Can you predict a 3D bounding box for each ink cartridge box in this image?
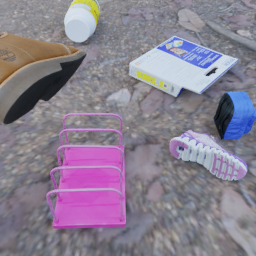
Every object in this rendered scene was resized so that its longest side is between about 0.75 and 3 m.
[{"bbox_3d":[1.763,-1.912,8.826,2.499,0.587,2.469,33,52,27],"label":"ink cartridge box"}]

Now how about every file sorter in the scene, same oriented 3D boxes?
[{"bbox_3d":[-0.751,0.769,5.589,1.376,1.241,1.979,-1,45,-1],"label":"file sorter"}]

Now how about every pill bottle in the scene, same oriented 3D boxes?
[{"bbox_3d":[-1.740,-4.134,10.622,1.161,1.161,2.066,2,45,2],"label":"pill bottle"}]

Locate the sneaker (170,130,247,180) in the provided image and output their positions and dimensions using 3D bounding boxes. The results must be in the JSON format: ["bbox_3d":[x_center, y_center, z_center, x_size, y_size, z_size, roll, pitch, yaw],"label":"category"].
[{"bbox_3d":[1.844,0.516,6.293,1.727,0.695,0.764,25,42,24],"label":"sneaker"}]

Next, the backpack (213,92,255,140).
[{"bbox_3d":[2.650,-0.378,6.875,0.895,1.067,0.867,-7,44,-6],"label":"backpack"}]

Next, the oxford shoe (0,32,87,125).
[{"bbox_3d":[-1.339,-0.969,4.060,1.023,1.024,2.870,40,14,-6],"label":"oxford shoe"}]
